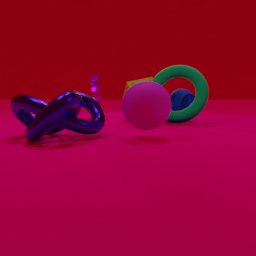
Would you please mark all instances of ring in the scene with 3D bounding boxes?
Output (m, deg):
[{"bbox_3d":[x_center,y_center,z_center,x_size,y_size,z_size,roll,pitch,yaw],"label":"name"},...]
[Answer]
[{"bbox_3d":[1.634,-1.139,9.312,2.020,2.020,0.404,2,-12,19],"label":"ring"}]

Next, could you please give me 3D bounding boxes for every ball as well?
[{"bbox_3d":[0.399,-0.476,6.029,1.056,1.056,1.056,0,6,0],"label":"ball"}]

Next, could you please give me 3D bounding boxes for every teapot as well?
[{"bbox_3d":[2.009,-0.846,10.231,1.837,1.142,0.900,-19,19,-29],"label":"teapot"}]

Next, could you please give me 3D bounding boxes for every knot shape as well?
[{"bbox_3d":[-1.658,-0.286,6.088,1.924,0.950,2.056,-1,6,25],"label":"knot shape"}]

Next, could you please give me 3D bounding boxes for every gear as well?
[{"bbox_3d":[-1.287,-1.316,11.618,0.329,1.779,1.779,-7,7,-4],"label":"gear"}]

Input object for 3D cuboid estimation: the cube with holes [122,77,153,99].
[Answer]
[{"bbox_3d":[0.527,-1.116,10.655,1.046,1.046,1.046,-14,-25,-18],"label":"cube with holes"}]
